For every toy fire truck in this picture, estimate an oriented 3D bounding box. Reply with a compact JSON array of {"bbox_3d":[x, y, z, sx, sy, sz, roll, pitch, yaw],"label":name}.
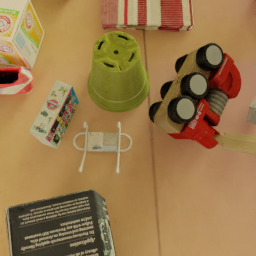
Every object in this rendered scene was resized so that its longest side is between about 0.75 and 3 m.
[{"bbox_3d":[2.467,-0.529,7.567,2.876,1.850,2.531,35,75,-18],"label":"toy fire truck"}]

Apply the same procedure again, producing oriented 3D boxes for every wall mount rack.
[{"bbox_3d":[-0.733,0.550,7.640,1.675,0.625,1.456,1,73,1],"label":"wall mount rack"}]

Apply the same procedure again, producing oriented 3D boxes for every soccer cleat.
[{"bbox_3d":[-4.093,-1.275,7.993,2.716,1.039,0.906,-8,73,-3],"label":"soccer cleat"}]

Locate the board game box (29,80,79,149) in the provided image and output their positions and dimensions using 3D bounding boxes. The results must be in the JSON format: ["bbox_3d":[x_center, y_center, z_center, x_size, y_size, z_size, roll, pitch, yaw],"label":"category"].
[{"bbox_3d":[-1.948,-0.335,7.644,0.499,1.145,1.551,20,74,6],"label":"board game box"}]

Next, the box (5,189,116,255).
[{"bbox_3d":[-1.100,2.854,5.809,1.683,2.715,2.669,-11,73,-3],"label":"box"}]

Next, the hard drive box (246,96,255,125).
[{"bbox_3d":[3.678,-0.620,7.869,0.323,0.655,0.840,24,61,27],"label":"hard drive box"}]

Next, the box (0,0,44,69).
[{"bbox_3d":[-4.194,-2.958,8.224,2.852,1.604,1.445,11,73,2],"label":"box"}]

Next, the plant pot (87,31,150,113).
[{"bbox_3d":[-0.290,-1.612,7.695,1.913,1.817,1.913,0,73,0],"label":"plant pot"}]

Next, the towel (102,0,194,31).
[{"bbox_3d":[0.619,-4.159,9.288,2.965,0.337,2.136,1,70,-1],"label":"towel"}]
